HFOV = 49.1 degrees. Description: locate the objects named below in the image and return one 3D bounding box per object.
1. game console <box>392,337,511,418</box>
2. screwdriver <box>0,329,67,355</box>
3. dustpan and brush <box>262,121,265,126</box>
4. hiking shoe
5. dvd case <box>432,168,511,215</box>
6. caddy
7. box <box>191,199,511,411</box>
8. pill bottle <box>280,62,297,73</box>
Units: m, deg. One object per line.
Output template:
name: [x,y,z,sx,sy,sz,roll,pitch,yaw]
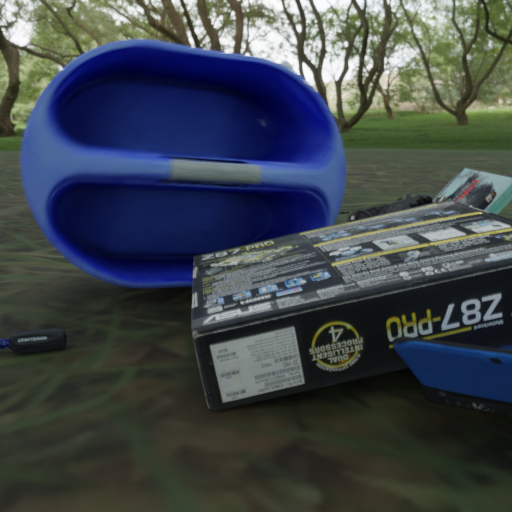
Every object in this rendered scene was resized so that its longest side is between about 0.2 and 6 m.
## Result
game console: [2.080,0.681,4.060,1.713,1.014,1.462,4,31,34]
screwdriver: [-2.706,0.846,5.382,1.688,0.246,0.235,0,11,-15]
dustpan and brush: [-0.699,-1.870,12.144,1.110,2.708,3.880,27,67,27]
hiking shoe: [1.827,-0.454,8.975,1.410,1.060,2.800,13,22,39]
dvd case: [3.519,-0.784,9.825,0.250,1.656,2.269,41,11,-7]
caddy: [-0.830,-1.097,7.250,4.100,2.898,2.152,-1,9,-24]
box: [0.995,0.262,5.576,3.254,0.799,2.623,-13,16,-4]
pill bottle: [0.521,-2.716,8.927,0.385,0.687,0.385,-17,-14,-4]
